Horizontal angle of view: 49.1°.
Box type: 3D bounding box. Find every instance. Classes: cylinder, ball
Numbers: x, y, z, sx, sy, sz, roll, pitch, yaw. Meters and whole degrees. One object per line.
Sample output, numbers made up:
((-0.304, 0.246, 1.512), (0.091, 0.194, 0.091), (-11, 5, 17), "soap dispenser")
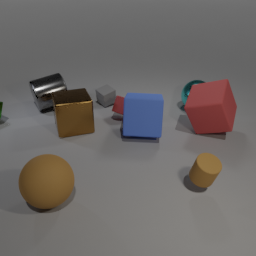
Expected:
((2.105, 1.154, 7.650), (0.700, 0.700, 0.700), (6, 46, -6), "cylinder")
((3.114, -1.476, 12.693), (1.400, 1.400, 1.400), (0, 28, 0), "ball")
((-3.586, -1.646, 12.753), (1.400, 1.400, 1.400), (-22, 34, -20), "cylinder")
((-2.107, 1.382, 7.306), (1.400, 1.400, 1.400), (0, 28, 0), "ball")
((-0.255, -0.941, 11.873), (0.700, 0.700, 0.700), (19, 3, -1), "cylinder")

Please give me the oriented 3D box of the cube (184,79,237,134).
((3.136, -0.778, 10.531), (1.400, 1.400, 1.400), (-5, 42, 35), "cube")

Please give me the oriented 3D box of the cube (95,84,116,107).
((-1.034, -1.529, 13.257), (0.700, 0.700, 0.700), (-30, 47, -26), "cube")

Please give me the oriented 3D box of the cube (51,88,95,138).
((-2.176, -0.622, 11.062), (1.400, 1.400, 1.400), (-10, 31, -16), "cube")

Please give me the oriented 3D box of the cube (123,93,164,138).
((0.578, -0.522, 10.565), (1.400, 1.400, 1.400), (3, 15, 4), "cube")

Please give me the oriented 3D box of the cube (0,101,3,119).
((-5.589, -0.789, 11.299), (0.700, 0.700, 0.700), (15, 7, 35), "cube")
